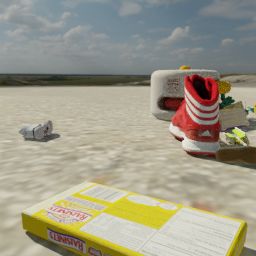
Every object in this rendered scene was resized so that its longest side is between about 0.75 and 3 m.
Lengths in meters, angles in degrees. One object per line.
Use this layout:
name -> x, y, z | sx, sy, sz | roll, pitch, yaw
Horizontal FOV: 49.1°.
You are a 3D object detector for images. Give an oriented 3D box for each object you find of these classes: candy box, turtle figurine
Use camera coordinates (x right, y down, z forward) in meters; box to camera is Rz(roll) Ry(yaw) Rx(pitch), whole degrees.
candy box -> 0.010, 0.941, 2.694 | 1.963, 0.259, 1.003 | 6, 14, 33
turtle figurine -> 3.995, -0.842, 10.915 | 1.429, 0.961, 1.909 | 43, 20, 5

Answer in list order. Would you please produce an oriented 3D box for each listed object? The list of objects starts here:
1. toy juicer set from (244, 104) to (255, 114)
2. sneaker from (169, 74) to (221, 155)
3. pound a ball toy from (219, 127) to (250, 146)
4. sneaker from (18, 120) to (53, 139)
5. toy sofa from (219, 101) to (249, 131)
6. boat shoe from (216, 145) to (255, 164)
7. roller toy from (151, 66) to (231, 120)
toy juicer set -> 5.872, -0.891, 12.547 | 0.907, 0.388, 1.426 | 0, 10, 0
sneaker -> 1.642, -0.460, 6.587 | 1.075, 1.585, 2.744 | 3, 12, -4
pound a ball toy -> 2.330, 0.292, 6.338 | 0.553, 0.360, 0.847 | -25, 8, 8
sneaker -> -2.436, 0.012, 7.465 | 0.608, 0.398, 1.059 | 4, 14, 8
toy sofa -> 2.993, -0.311, 8.834 | 1.758, 0.858, 0.728 | -9, -11, -39
boat shoe -> 2.120, 0.451, 5.177 | 0.943, 0.347, 0.326 | 3, 17, 19
roller toy -> 2.181, -1.377, 10.729 | 2.584, 1.980, 2.833 | -3, 11, -15
